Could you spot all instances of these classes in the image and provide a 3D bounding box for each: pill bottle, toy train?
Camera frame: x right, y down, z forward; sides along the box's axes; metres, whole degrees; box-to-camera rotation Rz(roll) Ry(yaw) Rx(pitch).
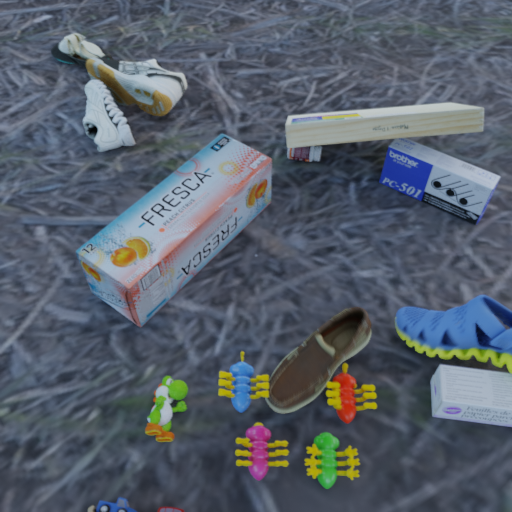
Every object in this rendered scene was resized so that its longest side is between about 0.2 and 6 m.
[{"bbox_3d":[0.951,-2.051,11.034,0.631,0.360,0.360,9,52,9],"label":"pill bottle"},{"bbox_3d":[-1.035,3.311,6.794,2.219,0.379,0.508,7,49,5],"label":"toy train"}]

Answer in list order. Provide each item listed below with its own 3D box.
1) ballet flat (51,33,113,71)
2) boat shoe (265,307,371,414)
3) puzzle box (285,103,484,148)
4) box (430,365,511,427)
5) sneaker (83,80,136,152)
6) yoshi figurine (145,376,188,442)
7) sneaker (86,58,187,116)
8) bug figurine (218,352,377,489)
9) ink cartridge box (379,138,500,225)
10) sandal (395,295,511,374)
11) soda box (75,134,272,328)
[{"bbox_3d":[-4.007,-4.729,12.948,1.991,0.681,0.677,26,57,20],"label":"ballet flat"},{"bbox_3d":[0.860,1.367,7.835,0.711,0.712,1.926,38,64,25],"label":"boat shoe"},{"bbox_3d":[2.199,-2.457,10.390,3.317,0.422,2.207,-3,18,6],"label":"puzzle box"},{"bbox_3d":[3.909,2.032,7.683,2.875,0.556,0.596,6,52,4],"label":"box"},{"bbox_3d":[-3.222,-2.898,11.515,0.830,0.770,2.049,-28,55,-10],"label":"sneaker"},{"bbox_3d":[-1.196,2.067,7.746,0.504,0.506,0.901,14,49,-9],"label":"yoshi figurine"},{"bbox_3d":[-2.528,-3.766,12.000,2.385,0.902,1.045,28,62,20],"label":"sneaker"},{"bbox_3d":[0.500,2.175,7.502,2.152,0.554,1.669,8,59,-6],"label":"bug figurine"},{"bbox_3d":[3.271,-1.375,10.146,1.943,0.913,0.430,29,55,20],"label":"ink cartridge box"},{"bbox_3d":[3.146,0.979,7.937,2.346,1.021,0.932,7,26,28],"label":"sandal"},{"bbox_3d":[-1.210,-0.525,9.344,1.203,1.118,3.517,31,57,22],"label":"soda box"}]
